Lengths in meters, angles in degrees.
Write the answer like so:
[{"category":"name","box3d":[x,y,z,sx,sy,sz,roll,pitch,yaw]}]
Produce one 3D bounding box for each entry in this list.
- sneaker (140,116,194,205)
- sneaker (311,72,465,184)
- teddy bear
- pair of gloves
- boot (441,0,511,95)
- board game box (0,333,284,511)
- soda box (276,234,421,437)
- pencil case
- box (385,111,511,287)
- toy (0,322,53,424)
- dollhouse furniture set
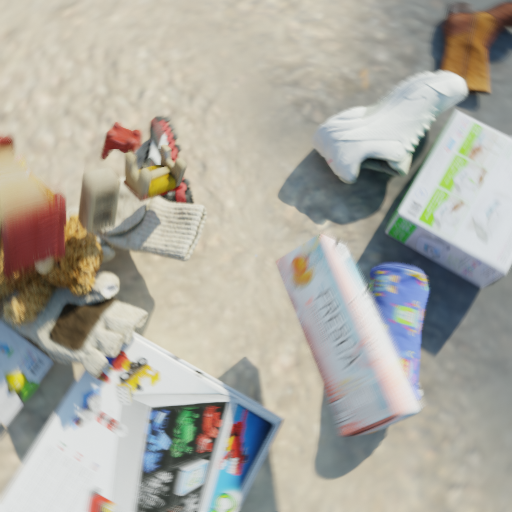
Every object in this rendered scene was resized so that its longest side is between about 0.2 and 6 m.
[{"category":"sneaker","box3d":[-1.670,-1.554,9.575,0.894,0.647,1.830,-13,76,-6]},{"category":"sneaker","box3d":[2.430,-2.084,9.638,2.784,1.085,1.383,-27,82,2]},{"category":"teddy bear","box3d":[-3.560,0.083,8.538,2.598,0.867,1.883,11,68,36]},{"category":"pair of gloves","box3d":[-2.443,0.130,8.651,2.624,0.541,3.085,20,71,30]},{"category":"boot","box3d":[4.244,-3.806,10.264,1.646,0.599,1.749,7,75,2]},{"category":"board game box","box3d":[-1.991,3.704,7.971,2.951,0.809,4.675,28,76,8]},{"category":"soda box","box3d":[1.174,1.019,7.393,0.807,0.868,2.538,-32,63,24]},{"category":"pencil case","box3d":[2.118,1.245,8.545,0.957,0.859,2.202,10,74,-4]},{"category":"box","box3d":[3.528,-0.930,9.190,1.897,1.040,2.150,30,76,8]},{"category":"toy","box3d":[-4.239,1.530,8.756,2.024,0.478,1.165,35,84,9]},{"category":"dollhouse furniture set","box3d":[-2.566,-0.978,7.886,2.756,1.121,1.483,-24,59,-39]}]
